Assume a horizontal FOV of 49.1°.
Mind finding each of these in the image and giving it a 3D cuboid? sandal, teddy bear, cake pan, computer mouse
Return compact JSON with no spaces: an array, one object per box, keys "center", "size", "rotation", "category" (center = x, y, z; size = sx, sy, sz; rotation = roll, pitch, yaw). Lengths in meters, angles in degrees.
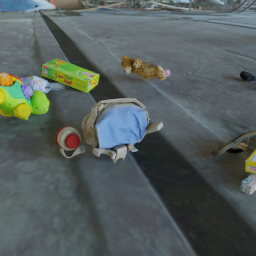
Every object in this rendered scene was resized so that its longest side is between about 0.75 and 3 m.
[{"center":[3.247,0.560,8.392],"size":[1.748,0.714,0.477],"rotation":[-21,73,-30],"category":"sandal"},{"center":[0.737,-2.880,14.002],"size":[2.428,0.811,1.761],"rotation":[18,3,-4],"category":"teddy bear"},{"center":[-3.647,-2.349,14.079],"size":[1.745,0.320,1.745],"rotation":[0,28,0],"category":"cake pan"},{"center":[6.327,-2.315,14.097],"size":[0.631,0.366,2.153],"rotation":[7,31,-18],"category":"computer mouse"}]

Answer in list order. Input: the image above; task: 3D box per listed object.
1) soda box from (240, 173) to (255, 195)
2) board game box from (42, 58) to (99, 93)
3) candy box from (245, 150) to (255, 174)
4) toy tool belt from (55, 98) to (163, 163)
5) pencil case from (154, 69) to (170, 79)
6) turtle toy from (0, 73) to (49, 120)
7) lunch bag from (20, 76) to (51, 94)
[{"center":[3.257,1.378,7.222],"size":[0.852,0.271,0.291],"rotation":[-21,35,-35],"category":"soda box"},{"center":[-2.780,-2.585,13.641],"size":[2.436,0.580,1.238],"rotation":[22,33,9],"category":"board game box"},{"center":[4.561,0.695,7.901],"size":[1.533,0.396,2.999],"rotation":[10,23,38],"category":"candy box"},{"center":[-0.496,0.117,8.089],"size":[2.783,1.738,1.711],"rotation":[-20,26,-31],"category":"toy tool belt"},{"center":[1.771,-2.906,15.028],"size":[0.972,0.402,0.421],"rotation":[-13,16,-21],"category":"pencil case"},{"center":[-4.133,-1.117,10.197],"size":[1.956,1.357,2.684],"rotation":[6,-19,45],"category":"turtle toy"},{"center":[-4.109,-1.779,12.297],"size":[0.999,0.749,1.178],"rotation":[-4,-6,22],"category":"lunch bag"}]
